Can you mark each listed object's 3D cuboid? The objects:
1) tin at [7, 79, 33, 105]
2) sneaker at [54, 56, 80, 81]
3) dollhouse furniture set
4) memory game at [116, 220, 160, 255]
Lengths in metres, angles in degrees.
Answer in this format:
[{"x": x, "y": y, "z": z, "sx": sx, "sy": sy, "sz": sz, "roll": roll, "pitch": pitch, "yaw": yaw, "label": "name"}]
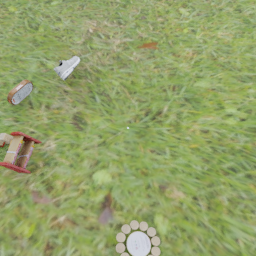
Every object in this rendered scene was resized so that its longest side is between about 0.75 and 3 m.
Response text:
[{"x": -3.425, "y": -1.142, "z": 8.948, "sx": 0.206, "sy": 0.550, "sz": 0.983, "roll": 28, "pitch": 59, "yaw": 17, "label": "tin"}, {"x": -2.039, "y": -2.154, "z": 9.452, "sx": 0.546, "sy": 0.498, "sz": 1.332, "roll": 38, "pitch": 34, "yaw": -16, "label": "sneaker"}, {"x": -3.289, "y": 0.667, "z": 7.744, "sx": 1.740, "sy": 0.707, "sz": 0.936, "roll": -2, "pitch": 63, "yaw": 39, "label": "dollhouse furniture set"}, {"x": 0.244, "y": 2.759, "z": 6.645, "sx": 1.113, "sy": 0.071, "sz": 1.113, "roll": 6, "pitch": 56, "yaw": -9, "label": "memory game"}]
